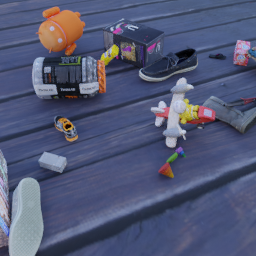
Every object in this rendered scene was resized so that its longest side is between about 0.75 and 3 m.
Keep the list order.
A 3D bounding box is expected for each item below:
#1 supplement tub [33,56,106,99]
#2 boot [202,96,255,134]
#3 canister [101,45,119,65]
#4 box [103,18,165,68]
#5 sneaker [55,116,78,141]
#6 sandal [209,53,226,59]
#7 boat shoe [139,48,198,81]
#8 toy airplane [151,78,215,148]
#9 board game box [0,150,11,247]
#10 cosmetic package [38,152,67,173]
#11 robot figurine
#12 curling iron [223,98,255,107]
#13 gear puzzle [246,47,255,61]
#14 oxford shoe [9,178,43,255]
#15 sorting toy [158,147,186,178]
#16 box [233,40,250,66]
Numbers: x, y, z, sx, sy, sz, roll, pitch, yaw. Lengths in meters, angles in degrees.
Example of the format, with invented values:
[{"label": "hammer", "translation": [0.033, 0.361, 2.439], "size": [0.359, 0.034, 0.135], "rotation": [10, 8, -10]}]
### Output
[{"label": "supplement tub", "translation": [-2.175, -1.932, 10.747], "size": [2.579, 1.580, 1.580], "rotation": [-2, 44, -1]}, {"label": "boot", "translation": [3.803, -0.653, 10.204], "size": [1.620, 0.646, 1.781], "rotation": [-30, 44, -30]}, {"label": "canister", "translation": [-0.807, -3.269, 12.516], "size": [0.357, 0.824, 0.612], "rotation": [33, 43, -30]}, {"label": "box", "translation": [0.251, -3.950, 13.029], "size": [2.493, 1.322, 1.524], "rotation": [28, 50, 25]}, {"label": "sneaker", "translation": [-2.139, -0.103, 9.626], "size": [0.512, 0.505, 1.307], "rotation": [-30, 50, -25]}, {"label": "sandal", "translation": [4.272, -3.424, 13.303], "size": [0.810, 0.194, 0.304], "rotation": [7, 44, 7]}, {"label": "boat shoe", "translation": [1.787, -2.793, 12.149], "size": [2.902, 0.903, 1.083], "rotation": [-19, 49, -17]}, {"label": "toy airplane", "translation": [1.658, -0.562, 9.352], "size": [1.897, 1.344, 1.905], "rotation": [-36, 65, 5]}, {"label": "board game box", "translation": [-4.353, 1.733, 7.066], "size": [2.254, 1.369, 2.828], "rotation": [-15, 45, -15]}, {"label": "cosmetic package", "translation": [-2.294, 1.045, 8.554], "size": [0.757, 0.341, 0.404], "rotation": [14, 49, 10]}, {"label": "robot figurine", "translation": [-3.083, -4.486, 13.042], "size": [1.469, 1.812, 2.519], "rotation": [29, 52, 14]}, {"label": "curling iron", "translation": [4.301, -0.992, 10.294], "size": [2.249, 0.557, 0.287], "rotation": [-8, 87, -28]}, {"label": "gear puzzle", "translation": [6.248, -2.746, 12.096], "size": [1.226, 0.310, 2.367], "rotation": [-24, 65, -37]}, {"label": "oxford shoe", "translation": [-2.610, 2.320, 7.068], "size": [0.806, 0.619, 2.144], "rotation": [22, 42, -37]}, {"label": "sorting toy", "translation": [1.431, 1.087, 8.565], "size": [0.431, 0.434, 1.251], "rotation": [46, 51, 2]}, {"label": "box", "translation": [5.318, -3.506, 13.074], "size": [0.601, 0.627, 1.258], "rotation": [12, 44, 12]}]
